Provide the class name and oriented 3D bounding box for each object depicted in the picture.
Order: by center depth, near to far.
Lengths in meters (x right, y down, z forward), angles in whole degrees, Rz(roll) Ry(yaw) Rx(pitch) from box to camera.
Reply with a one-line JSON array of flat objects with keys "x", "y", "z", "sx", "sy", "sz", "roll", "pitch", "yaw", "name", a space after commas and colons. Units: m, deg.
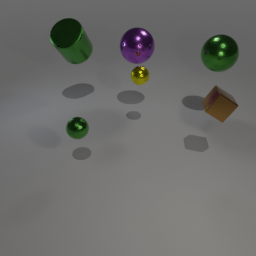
[{"x": 2.772, "y": -0.732, "z": 8.516, "sx": 0.700, "sy": 0.700, "sz": 0.700, "roll": 29, "pitch": 28, "yaw": -13, "name": "cube"}, {"x": -1.556, "y": 0.002, "z": 8.629, "sx": 0.700, "sy": 0.700, "sz": 0.700, "roll": 0, "pitch": 33, "yaw": 0, "name": "ball"}, {"x": 0.441, "y": -1.910, "z": 10.224, "sx": 0.700, "sy": 0.700, "sz": 0.700, "roll": 0, "pitch": 33, "yaw": 0, "name": "ball"}, {"x": 3.520, "y": -2.864, "z": 10.771, "sx": 1.400, "sy": 1.400, "sz": 1.400, "roll": 0, "pitch": 33, "yaw": 0, "name": "ball"}, {"x": 0.366, "y": -3.269, "z": 11.165, "sx": 1.400, "sy": 1.400, "sz": 1.400, "roll": 0, "pitch": 33, "yaw": 0, "name": "ball"}, {"x": -2.364, "y": -3.635, "z": 11.850, "sx": 1.400, "sy": 1.400, "sz": 1.400, "roll": -3, "pitch": 75, "yaw": 10, "name": "cylinder"}]
